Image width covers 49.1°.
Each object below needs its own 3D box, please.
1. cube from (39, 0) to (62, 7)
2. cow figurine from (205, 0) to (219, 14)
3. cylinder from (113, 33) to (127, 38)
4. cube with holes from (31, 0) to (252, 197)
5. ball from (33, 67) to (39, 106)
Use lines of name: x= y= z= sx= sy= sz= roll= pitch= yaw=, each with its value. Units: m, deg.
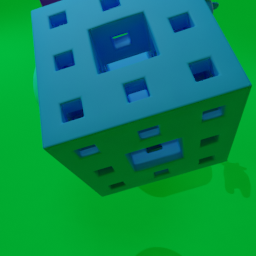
cube: x=-1.968 y=-3.763 z=7.984 sx=0.971 sy=0.971 sz=0.971 roll=-12 pitch=62 yaw=-2
cow figurine: x=1.262 y=-2.505 z=4.935 sx=0.611 sy=1.112 sz=1.095 roll=-2 pitch=5 yaw=21
cylinder: x=-0.163 y=-2.387 z=5.274 sx=1.396 sy=1.396 sz=1.396 roll=18 pitch=39 yaw=-22
cube with holes: x=0.054 y=-0.212 z=1.658 sx=0.852 sy=0.852 sz=0.852 roll=-17 pitch=61 yaw=4
ball: x=-0.483 y=-0.519 z=3.396 sx=1.263 sy=1.263 sz=1.263 roll=0 pitch=43 yaw=0
